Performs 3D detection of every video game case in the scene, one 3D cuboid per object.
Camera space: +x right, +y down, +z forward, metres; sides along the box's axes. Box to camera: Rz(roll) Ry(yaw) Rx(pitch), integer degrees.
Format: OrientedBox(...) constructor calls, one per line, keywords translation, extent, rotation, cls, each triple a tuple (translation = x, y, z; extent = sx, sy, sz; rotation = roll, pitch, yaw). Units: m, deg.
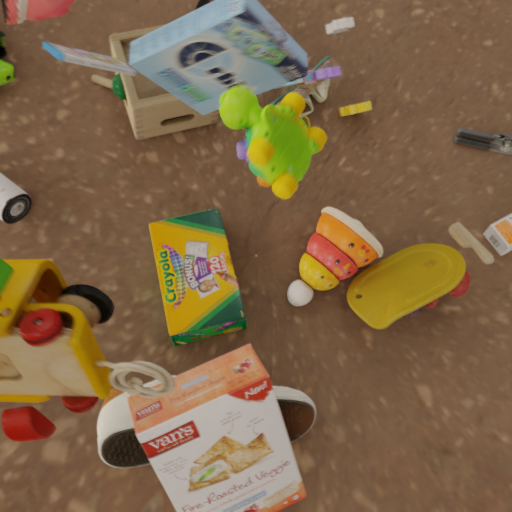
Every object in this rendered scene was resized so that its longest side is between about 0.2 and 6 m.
OrientedBox(translation=(-2.494, -2.956, 8.409), extent=(1.160, 0.103, 0.830), rotation=(-1, 30, -38), cls="video game case")

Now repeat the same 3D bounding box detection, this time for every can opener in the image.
OrientedBox(translation=(4.393, -2.217, 10.700), extent=(1.160, 0.309, 0.388), rotation=(14, 34, 7), cls="can opener")

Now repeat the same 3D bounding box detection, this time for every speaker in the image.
OrientedBox(translation=(-4.812, -1.265, 10.009), extent=(1.598, 0.649, 0.649), rotation=(35, 70, 15), cls="speaker")

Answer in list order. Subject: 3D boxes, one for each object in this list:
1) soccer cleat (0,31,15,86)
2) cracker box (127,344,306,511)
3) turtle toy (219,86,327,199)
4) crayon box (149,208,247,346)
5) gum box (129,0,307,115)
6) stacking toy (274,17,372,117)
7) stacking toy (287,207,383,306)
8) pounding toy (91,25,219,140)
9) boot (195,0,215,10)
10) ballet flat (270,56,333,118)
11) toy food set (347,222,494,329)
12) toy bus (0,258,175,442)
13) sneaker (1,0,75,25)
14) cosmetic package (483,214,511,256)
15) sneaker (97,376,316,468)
OrientedBox(translation=(-5.930, -4.538, 11.408), extent=(1.311, 1.092, 3.235), rotation=(-21, 67, -28), cls="soccer cleat")
OrientedBox(translation=(-0.426, 2.542, 7.299), extent=(1.672, 2.497, 0.720), rotation=(-23, 32, -10), cls="cracker box")
OrientedBox(translation=(0.140, -1.418, 6.698), extent=(0.733, 1.451, 1.057), rotation=(5, 55, 48), cls="turtle toy")
OrientedBox(translation=(-0.982, 0.330, 9.296), extent=(1.232, 0.604, 2.074), rotation=(-13, 66, -6), cls="crayon box")
OrientedBox(translation=(-0.522, -2.840, 8.084), extent=(1.963, 1.668, 0.437), rotation=(-10, 71, 32), cls="gum box")
OrientedBox(translation=(0.944, -3.308, 10.409), extent=(2.300, 0.541, 1.734), rotation=(-17, 104, -13), cls="stacking toy")
OrientedBox(translation=(1.153, 0.162, 9.292), extent=(1.244, 1.244, 1.702), rotation=(38, 90, 16), cls="stacking toy")
OrientedBox(translation=(-1.982, -3.285, 10.686), extent=(2.088, 1.484, 1.922), rotation=(-16, 73, -13), cls="pounding toy")
OrientedBox(translation=(-0.697, -4.919, 11.767), extent=(1.102, 0.849, 2.273), rotation=(25, 44, -25), cls="boot")
OrientedBox(translation=(0.994, -3.152, 10.986), extent=(1.847, 0.629, 0.621), rotation=(-43, 93, -12), cls="ballet flat")
OrientedBox(translation=(2.657, 0.523, 9.034), extent=(2.343, 0.765, 1.379), rotation=(-27, 31, -2), cls="toy food set")
OrientedBox(translation=(-2.558, 0.726, 6.146), extent=(2.823, 2.664, 1.459), rotation=(33, 40, -24), cls="toy bus")
OrientedBox(translation=(-2.987, -4.153, 7.921), extent=(1.144, 2.639, 0.972), rotation=(-10, 92, -27), cls="sneaker")
OrientedBox(translation=(4.584, -0.478, 9.809), extent=(1.015, 0.362, 0.515), rotation=(-27, 68, -13), cls="cosmetic package")
OrientedBox(translation=(-0.707, 2.151, 8.219), extent=(3.130, 1.140, 1.325), rotation=(1, 26, -17), cls="sneaker")
